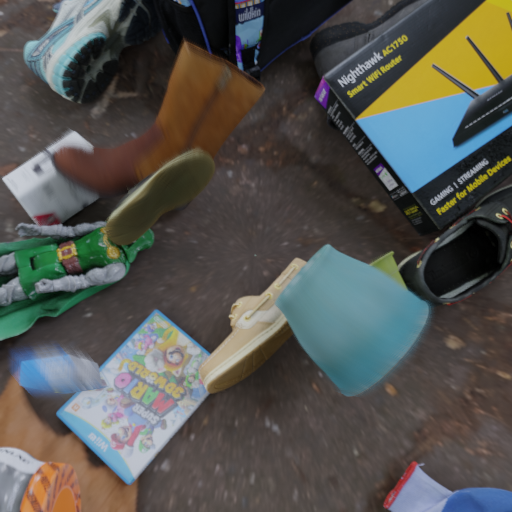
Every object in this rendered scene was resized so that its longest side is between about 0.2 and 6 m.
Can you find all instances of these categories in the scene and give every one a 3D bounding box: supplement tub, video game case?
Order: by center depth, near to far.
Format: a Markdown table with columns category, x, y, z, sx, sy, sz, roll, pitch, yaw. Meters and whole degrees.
| category | x | y | z | sx | sy | sz | roll | pitch | yaw |
| --- | --- | --- | --- | --- | --- | --- | --- | --- | --- |
| supplement tub | -3.757 | 3.214 | 6.419 | 3.092 | 1.895 | 1.895 | -2 | 65 | -1 |
| video game case | -1.593 | 1.935 | 7.952 | 1.441 | 0.179 | 2.014 | 37 | 71 | 15 |

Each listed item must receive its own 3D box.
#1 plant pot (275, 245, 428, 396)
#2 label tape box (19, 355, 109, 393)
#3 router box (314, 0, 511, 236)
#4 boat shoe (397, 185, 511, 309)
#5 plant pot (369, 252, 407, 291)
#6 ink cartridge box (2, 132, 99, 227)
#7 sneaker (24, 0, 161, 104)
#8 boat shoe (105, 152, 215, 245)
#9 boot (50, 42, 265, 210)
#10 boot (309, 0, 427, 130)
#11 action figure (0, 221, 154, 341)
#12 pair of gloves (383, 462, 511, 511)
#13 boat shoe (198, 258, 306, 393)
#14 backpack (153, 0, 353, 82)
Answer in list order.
| category | x | y | z | sx | sy | sz | roll | pitch | yaw |
| --- | --- | --- | --- | --- | --- | --- | --- | --- | --- |
| plant pot | 1.049 | 0.684 | 6.883 | 1.409 | 1.500 | 1.500 | 41 | 71 | 0 |
| label tape box | -2.315 | 1.466 | 6.852 | 0.655 | 0.914 | 0.302 | -11 | 69 | 14 |
| router box | 3.337 | -2.622 | 8.856 | 3.914 | 0.999 | 2.919 | -37 | 89 | -6 |
| boat shoe | 3.479 | -0.196 | 8.377 | 3.028 | 0.949 | 1.108 | -32 | 90 | -12 |
| plant pot | 1.789 | 0.677 | 8.009 | 1.106 | 1.106 | 1.050 | -30 | 79 | -13 |
| ink cartridge box | -3.101 | -1.159 | 8.906 | 1.364 | 0.991 | 0.569 | -39 | 60 | -17 |
| sneaker | -2.878 | -4.454 | 10.286 | 1.489 | 1.339 | 3.450 | 30 | 69 | 16 |
| boat shoe | -1.409 | -0.896 | 7.918 | 1.799 | 0.643 | 0.591 | -40 | 35 | -1 |
| boot | -1.416 | -1.812 | 7.878 | 2.330 | 2.475 | 0.847 | 17 | 41 | -27 |
| boot | 2.551 | -3.345 | 9.885 | 3.011 | 1.051 | 1.982 | -19 | 68 | 13 |
| action figure | -3.174 | 0.184 | 8.418 | 3.380 | 0.924 | 1.997 | -19 | 64 | -12 |
| pair of gloves | 2.375 | 4.092 | 6.893 | 2.399 | 0.340 | 2.984 | 33 | 71 | 12 |
| boat shoe | 0.037 | 0.937 | 8.076 | 2.464 | 0.908 | 0.852 | -38 | 67 | -25 |
| backpack | -0.316 | -5.318 | 8.839 | 3.727 | 4.083 | 2.747 | -41 | 54 | -8 |
